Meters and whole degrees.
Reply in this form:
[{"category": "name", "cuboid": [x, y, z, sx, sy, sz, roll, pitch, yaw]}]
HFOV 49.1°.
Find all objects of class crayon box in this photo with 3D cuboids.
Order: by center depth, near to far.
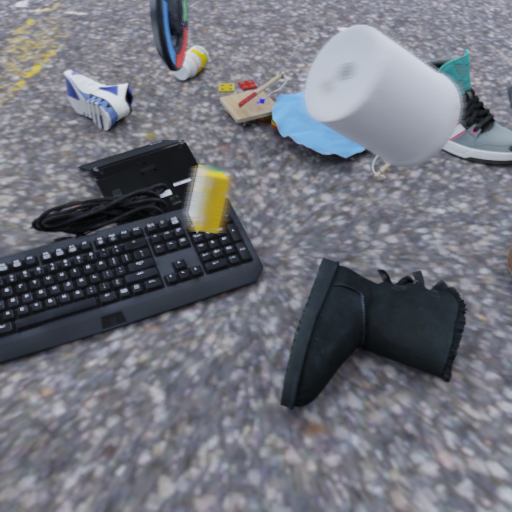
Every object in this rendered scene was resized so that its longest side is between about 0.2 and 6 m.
[{"category": "crayon box", "cuboid": [-0.595, -0.706, 6.971, 0.283, 0.690, 1.097, 10, 14, -14]}]

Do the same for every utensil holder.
[{"category": "utensil holder", "cuboid": [1.888, -2.371, 8.432, 1.840, 1.564, 1.564, 17, 31, -38]}]

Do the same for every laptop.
[{"category": "laptop", "cuboid": [-2.299, -1.526, 11.567, 2.054, 1.197, 2.318, -24, 74, -22]}]

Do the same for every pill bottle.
[{"category": "pill bottle", "cuboid": [-1.760, -5.131, 14.971, 0.603, 0.603, 1.069, 17, 46, 17]}]

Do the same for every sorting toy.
[{"category": "sorting toy", "cuboid": [-0.185, -3.530, 13.450, 1.116, 0.392, 2.315, -18, 47, -17]}]

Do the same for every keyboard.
[{"category": "keyboard", "cuboid": [-2.722, -0.073, 9.262, 5.268, 1.044, 2.742, -17, 52, -18]}]

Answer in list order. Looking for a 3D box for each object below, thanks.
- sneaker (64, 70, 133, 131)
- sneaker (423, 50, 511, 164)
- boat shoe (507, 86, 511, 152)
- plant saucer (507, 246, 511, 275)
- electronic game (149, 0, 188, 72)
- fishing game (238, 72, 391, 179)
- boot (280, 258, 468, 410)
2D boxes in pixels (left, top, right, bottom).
[{"category": "sneaker", "cuboid": [-3.668, -3.810, 13.545, 1.163, 0.813, 2.013, -31, 59, -33]}, {"category": "sneaker", "cuboid": [4.486, -3.378, 12.171, 3.206, 1.936, 1.341, 29, 51, 27]}, {"category": "boat shoe", "cuboid": [4.145, -1.536, 8.295, 0.700, 2.250, 0.839, -3, 17, 33]}, {"category": "plant saucer", "cuboid": [5.272, -0.010, 9.187, 2.111, 0.364, 2.111, -10, 37, 8]}, {"category": "electronic game", "cuboid": [-1.529, -4.459, 10.216, 0.434, 2.086, 2.086, 1, 44, 4]}, {"category": "fishing game", "cuboid": [1.674, -3.071, 12.888, 3.852, 0.599, 2.758, 29, 51, 17]}, {"category": "boot", "cuboid": [1.736, 1.251, 8.117, 2.270, 1.025, 2.770, 17, 48, 9]}]
